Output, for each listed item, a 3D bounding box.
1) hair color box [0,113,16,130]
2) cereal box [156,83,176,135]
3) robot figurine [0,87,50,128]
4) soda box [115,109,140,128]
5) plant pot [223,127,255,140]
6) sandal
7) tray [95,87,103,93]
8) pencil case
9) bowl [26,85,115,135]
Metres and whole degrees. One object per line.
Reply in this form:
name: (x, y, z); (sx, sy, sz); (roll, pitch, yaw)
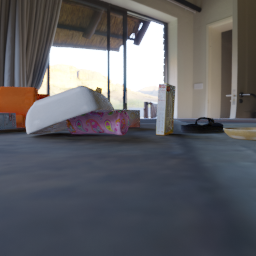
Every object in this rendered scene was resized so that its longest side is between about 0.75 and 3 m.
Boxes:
hair color box: (-4.278, -0.183, 8.544); (0.906, 0.555, 1.829); (-2, 3, 6)
cereal box: (0.983, -0.479, 7.210); (0.254, 1.285, 0.924); (3, 4, 23)
robot figurine: (-4.491, -0.815, 11.034); (2.811, 2.022, 1.639); (-1, -22, -15)
soda box: (-0.496, -0.369, 10.847); (2.146, 0.734, 0.682); (-2, 4, -42)
plant pot: (2.878, 0.119, 5.953); (1.612, 0.221, 1.612); (-1, 2, 0)
sandal: (2.350, -0.115, 8.575); (0.779, 0.439, 2.050); (2, 3, 38)
tray: (-1.302, -0.826, 11.068); (0.270, 1.461, 0.720); (15, 42, 1)
pencil case: (-0.769, -0.156, 6.996); (1.570, 0.686, 0.686); (2, 3, 21)
bowl: (-1.450, -0.467, 7.081); (1.995, 0.746, 1.998); (-19, 0, 9)
